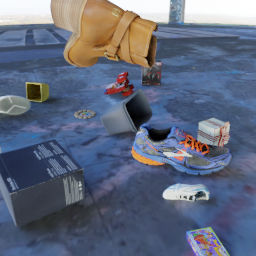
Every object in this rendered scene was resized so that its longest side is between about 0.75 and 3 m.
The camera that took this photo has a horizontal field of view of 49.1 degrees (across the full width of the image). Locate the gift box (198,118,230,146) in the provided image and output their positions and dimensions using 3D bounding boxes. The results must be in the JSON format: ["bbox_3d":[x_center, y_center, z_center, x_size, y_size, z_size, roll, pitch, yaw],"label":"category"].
[{"bbox_3d":[2.730,0.121,8.717,0.829,0.765,0.774,-20,30,-24],"label":"gift box"}]

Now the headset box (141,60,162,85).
[{"bbox_3d":[1.179,-2.865,14.219,0.985,1.325,0.497,0,26,-3],"label":"headset box"}]

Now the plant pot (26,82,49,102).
[{"bbox_3d":[-3.916,-1.632,12.389,0.787,0.792,0.810,9,17,17],"label":"plant pot"}]

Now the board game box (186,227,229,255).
[{"bbox_3d":[1.455,2.190,5.122,0.508,0.169,0.756,-6,27,-12],"label":"board game box"}]

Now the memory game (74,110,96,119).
[{"bbox_3d":[-1.679,-0.552,10.911,0.832,0.053,0.832,0,26,0],"label":"memory game"}]

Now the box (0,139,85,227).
[{"bbox_3d":[-2.069,1.144,6.439,1.560,0.892,1.713,-15,29,-31],"label":"box"}]

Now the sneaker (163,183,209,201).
[{"bbox_3d":[1.323,1.489,6.345,1.060,0.381,0.384,-4,27,-3],"label":"sneaker"}]

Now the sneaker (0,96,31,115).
[{"bbox_3d":[-4.911,-0.951,10.945,2.176,0.765,0.872,-5,23,-8],"label":"sneaker"}]

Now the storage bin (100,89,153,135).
[{"bbox_3d":[-0.041,-0.393,9.518,1.170,1.268,1.743,-19,16,30],"label":"storage bin"}]

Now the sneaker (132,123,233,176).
[{"bbox_3d":[1.397,0.519,7.538,2.719,1.066,1.024,7,28,14],"label":"sneaker"}]

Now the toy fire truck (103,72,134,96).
[{"bbox_3d":[-0.480,-1.909,13.024,1.288,0.860,1.534,-20,21,15],"label":"toy fire truck"}]

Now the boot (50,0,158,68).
[{"bbox_3d":[-0.337,-1.748,5.852,1.962,2.527,0.969,20,73,7],"label":"boot"}]
